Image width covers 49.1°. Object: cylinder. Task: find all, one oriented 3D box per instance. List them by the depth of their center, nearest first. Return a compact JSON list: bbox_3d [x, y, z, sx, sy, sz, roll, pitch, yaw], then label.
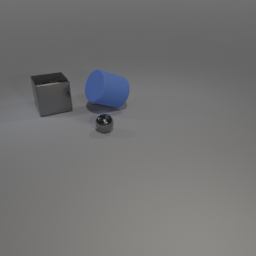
[{"bbox_3d":[-0.893,-1.667,12.043,1.400,1.400,1.400,9,17,-42],"label":"cylinder"}]

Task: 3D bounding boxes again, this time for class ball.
[{"bbox_3d":[-0.890,-0.188,10.637,0.700,0.700,0.700,0,29,0],"label":"ball"}]

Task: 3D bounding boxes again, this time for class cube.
[{"bbox_3d":[-3.349,-1.515,12.269,1.400,1.400,1.400,-13,30,-22],"label":"cube"}]
